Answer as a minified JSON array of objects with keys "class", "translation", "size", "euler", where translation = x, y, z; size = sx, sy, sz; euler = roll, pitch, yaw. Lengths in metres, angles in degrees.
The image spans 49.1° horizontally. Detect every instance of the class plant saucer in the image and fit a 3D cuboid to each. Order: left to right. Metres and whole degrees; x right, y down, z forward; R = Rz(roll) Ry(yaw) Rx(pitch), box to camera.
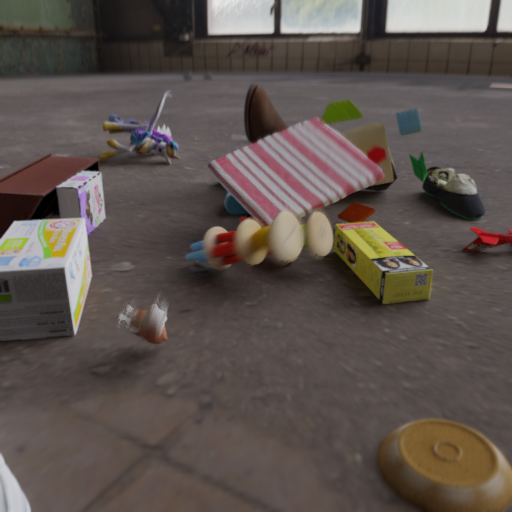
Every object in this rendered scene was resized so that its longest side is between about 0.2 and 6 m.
[{"class":"plant saucer","translation":[1.703,1.831,5.045],"size":[1.205,0.213,1.205],"euler":[0,23,0]}]

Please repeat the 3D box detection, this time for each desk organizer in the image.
[{"class":"desk organizer","translation":[-4.179,-1.205,11.278],"size":[1.144,1.066,2.971],"euler":[4,23,3]}]

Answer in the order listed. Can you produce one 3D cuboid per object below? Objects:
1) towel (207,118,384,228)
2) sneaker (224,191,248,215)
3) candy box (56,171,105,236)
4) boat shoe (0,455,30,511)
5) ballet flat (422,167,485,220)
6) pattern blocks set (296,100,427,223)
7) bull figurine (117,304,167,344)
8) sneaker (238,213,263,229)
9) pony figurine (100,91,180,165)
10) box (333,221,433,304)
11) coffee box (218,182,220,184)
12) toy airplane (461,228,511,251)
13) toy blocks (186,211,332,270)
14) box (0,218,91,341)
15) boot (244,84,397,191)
[{"class":"towel","translation":[0.748,-1.542,10.488],"size":[2.766,0.414,2.024],"euler":[-27,55,-23]},{"class":"sneaker","translation":[0.082,-1.349,12.148],"size":[1.617,0.643,1.055],"euler":[-3,24,-8]},{"class":"candy box","translation":[-3.348,-0.997,10.794],"size":[0.433,1.015,1.210],"euler":[2,23,5]},{"class":"boat shoe","translation":[-2.536,1.751,4.601],"size":[2.078,0.694,0.764],"euler":[20,30,39]},{"class":"ballet flat","translation":[4.294,-1.485,12.303],"size":[0.824,0.824,2.255],"euler":[-3,23,-8]},{"class":"pattern blocks set","translation":[1.813,-1.901,11.351],"size":[3.150,2.768,0.255],"euler":[-1,-19,17]},{"class":"bull figurine","translation":[-1.282,0.791,6.546],"size":[0.554,0.913,0.297],"euler":[22,62,9]},{"class":"sneaker","translation":[0.236,-0.657,10.349],"size":[0.652,0.735,1.739],"euler":[11,25,26]},{"class":"pony figurine","translation":[-3.272,-3.571,16.508],"size":[2.312,1.925,2.232],"euler":[4,55,1]},{"class":"box","translation":[1.946,0.049,8.906],"size":[0.791,0.527,2.102],"euler":[-4,23,-10]},{"class":"coffee box","translation":[-0.421,-1.909,13.776],"size":[0.586,0.409,1.025],"euler":[-15,27,-32]},{"class":"toy airplane","translation":[4.620,-0.250,9.857],"size":[1.965,0.361,1.965],"euler":[0,21,0]},{"class":"toy blocks","translation":[-0.002,-0.186,9.066],"size":[1.974,0.717,1.645],"euler":[-10,-4,37]},{"class":"box","translation":[-2.986,0.248,7.825],"size":[1.098,0.990,1.953],"euler":[-4,23,-9]},{"class":"boot","translation":[1.560,-2.594,12.625],"size":[3.299,3.075,1.060],"euler":[11,67,22]}]
